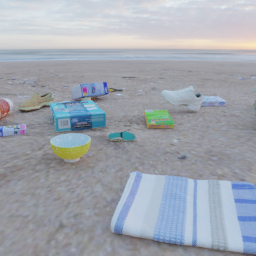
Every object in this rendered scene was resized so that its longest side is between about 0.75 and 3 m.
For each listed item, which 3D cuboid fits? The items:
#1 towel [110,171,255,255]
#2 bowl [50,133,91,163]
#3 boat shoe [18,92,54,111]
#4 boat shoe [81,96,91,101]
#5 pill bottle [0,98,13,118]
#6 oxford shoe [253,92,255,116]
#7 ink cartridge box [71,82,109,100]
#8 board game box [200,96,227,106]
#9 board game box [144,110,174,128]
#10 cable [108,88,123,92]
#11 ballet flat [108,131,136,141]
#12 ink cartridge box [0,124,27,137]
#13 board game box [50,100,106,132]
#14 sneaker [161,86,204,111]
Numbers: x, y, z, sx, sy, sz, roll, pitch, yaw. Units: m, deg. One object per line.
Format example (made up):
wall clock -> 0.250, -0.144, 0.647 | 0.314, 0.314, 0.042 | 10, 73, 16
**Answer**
towel -> 1.206, 1.498, 5.430 | 2.809, 0.334, 2.063 | 4, 19, 12
bowl -> -1.583, 0.602, 7.802 | 1.115, 0.600, 1.115 | 1, 18, 0
boat shoe -> -4.489, -1.358, 13.658 | 0.755, 0.802, 2.106 | 8, 19, 25
boat shoe -> -2.242, -1.453, 14.774 | 0.351, 0.315, 0.950 | -10, 3, -28
pill bottle -> -5.552, -0.836, 12.055 | 0.784, 0.784, 1.398 | 2, 18, 5
oxford shoe -> 5.085, -0.966, 10.998 | 0.408, 1.105, 0.391 | -7, 7, 37
ink cartridge box -> -1.990, -2.071, 15.527 | 1.928, 0.736, 1.316 | -13, 5, -35
board game box -> 4.307, -1.423, 14.747 | 1.305, 0.269, 1.308 | -1, 18, -2
board game box -> 1.231, -0.375, 11.403 | 1.006, 0.316, 2.106 | 1, 15, -1
cable -> -0.889, -2.417, 18.196 | 1.050, 0.264, 0.510 | 7, -3, -19
ballet flat -> -0.213, 0.278, 9.351 | 0.937, 0.354, 0.300 | 4, -8, 1
ink cartridge box -> -4.239, 0.090, 10.083 | 1.101, 0.231, 0.657 | -8, 19, -19
board game box -> -2.114, -0.554, 11.467 | 1.882, 0.585, 2.493 | -6, 18, -18
sneaker -> 2.494, -1.512, 12.665 | 2.032, 1.010, 0.792 | 12, 29, -20
